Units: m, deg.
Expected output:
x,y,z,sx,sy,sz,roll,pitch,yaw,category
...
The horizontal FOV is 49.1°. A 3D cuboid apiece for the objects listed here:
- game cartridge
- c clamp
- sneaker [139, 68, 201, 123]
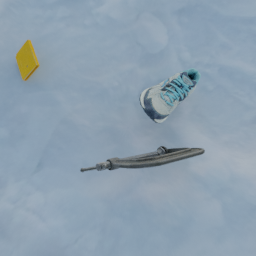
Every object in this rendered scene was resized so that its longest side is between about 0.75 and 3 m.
x,y,z,sx,sy,sz,roll,pitch,yaw,category
-3.282,-2.195,9.102,0.893,0.164,1.014,-34,69,33,game cartridge
0.481,0.756,7.288,2.787,2.381,0.377,-7,87,-33,c clamp
1.256,-1.087,7.879,0.998,1.110,2.571,49,43,-3,sneaker
